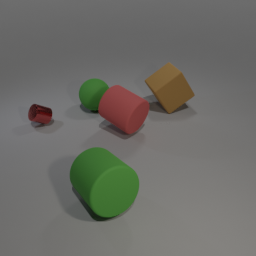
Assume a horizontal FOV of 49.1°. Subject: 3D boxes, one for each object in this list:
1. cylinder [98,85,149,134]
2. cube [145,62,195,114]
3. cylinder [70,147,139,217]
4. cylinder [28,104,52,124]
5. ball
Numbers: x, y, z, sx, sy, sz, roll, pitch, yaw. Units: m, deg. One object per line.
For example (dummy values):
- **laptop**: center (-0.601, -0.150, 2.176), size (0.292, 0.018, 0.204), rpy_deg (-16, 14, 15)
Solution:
- **cylinder**: center (-0.150, -0.707, 10.550), size (1.400, 1.400, 1.400), rpy_deg (32, 42, 24)
- **cube**: center (1.824, -1.781, 12.413), size (1.400, 1.400, 1.400), rpy_deg (-36, 33, 6)
- **cylinder**: center (-0.645, 1.383, 7.396), size (1.400, 1.400, 1.400), rpy_deg (-18, 25, -27)
- **cylinder**: center (-3.519, -0.554, 11.232), size (0.700, 0.700, 0.700), rpy_deg (15, 13, -46)
- **ball**: center (-1.457, -1.474, 12.332), size (1.400, 1.400, 1.400), rpy_deg (0, 31, 0)
